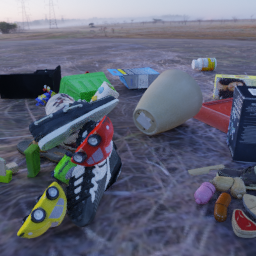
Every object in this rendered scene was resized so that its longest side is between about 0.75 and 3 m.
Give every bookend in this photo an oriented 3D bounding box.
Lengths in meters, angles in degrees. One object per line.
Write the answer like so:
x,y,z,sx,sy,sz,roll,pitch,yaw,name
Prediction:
-4.846,-2.406,14.299,2.566,1.190,2.583,-1,22,-3,bookend

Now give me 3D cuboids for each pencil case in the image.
-1.908,-0.306,9.148,1.287,1.120,2.878,-24,28,-15,pencil case

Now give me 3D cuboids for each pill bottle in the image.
5.421,-4.544,20.001,1.564,0.869,0.869,-2,22,-5,pill bottle

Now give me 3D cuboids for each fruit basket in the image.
-2.067,-1.594,11.957,2.350,1.695,2.350,12,31,-7,fruit basket

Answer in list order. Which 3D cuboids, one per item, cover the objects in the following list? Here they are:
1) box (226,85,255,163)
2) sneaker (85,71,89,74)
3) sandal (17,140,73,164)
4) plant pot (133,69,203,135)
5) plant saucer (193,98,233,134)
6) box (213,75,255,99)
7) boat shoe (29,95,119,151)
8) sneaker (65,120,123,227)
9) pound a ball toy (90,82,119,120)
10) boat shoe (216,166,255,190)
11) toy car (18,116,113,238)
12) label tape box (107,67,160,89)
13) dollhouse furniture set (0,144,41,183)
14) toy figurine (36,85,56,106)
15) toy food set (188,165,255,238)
3.450,-0.131,7.816,0.979,1.828,1.357,4,22,9,box
-2.491,-3.207,17.112,0.504,0.556,1.308,-11,25,-26,sneaker
-2.344,0.552,7.903,1.846,0.504,0.754,13,25,29,sandal
1.169,-0.694,9.557,1.965,1.965,2.098,17,41,36,plant pot
4.275,-0.543,10.602,2.903,0.533,2.898,-10,24,-25,plant saucer
5.593,-1.856,13.095,2.973,1.119,0.745,4,21,13,box
-1.314,-0.342,7.097,2.384,0.901,0.719,-31,78,-29,boat shoe
-0.615,1.006,6.188,0.879,1.196,2.644,-37,33,27,sneaker
-1.159,-0.973,10.290,0.669,1.574,1.027,26,19,-38,pound a ball toy
2.905,1.120,6.462,1.640,0.532,0.600,10,24,24,boat shoe
-1.207,0.957,5.963,0.586,2.626,2.471,38,-9,-11,toy car
0.248,-2.812,15.767,2.606,0.825,1.879,-5,23,-13,label tape box
-3.195,0.781,6.988,1.884,0.727,0.941,4,22,7,dollhouse furniture set
-3.597,-1.197,12.416,0.938,0.826,1.565,-42,40,-16,toy figurine
2.076,1.542,5.785,1.288,0.319,2.026,-7,31,-14,toy food set
